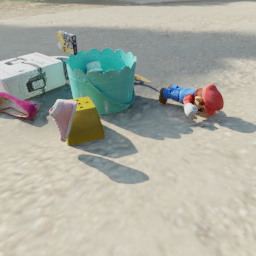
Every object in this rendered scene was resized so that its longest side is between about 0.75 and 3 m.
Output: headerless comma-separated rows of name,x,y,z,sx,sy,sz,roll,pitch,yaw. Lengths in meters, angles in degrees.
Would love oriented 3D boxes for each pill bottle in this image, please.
pill bottle,-1.264,-1.989,11.209,0.676,1.195,0.676,-14,1,0

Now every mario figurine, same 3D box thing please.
mario figurine,2.343,-0.911,10.321,2.446,1.297,1.510,18,71,44

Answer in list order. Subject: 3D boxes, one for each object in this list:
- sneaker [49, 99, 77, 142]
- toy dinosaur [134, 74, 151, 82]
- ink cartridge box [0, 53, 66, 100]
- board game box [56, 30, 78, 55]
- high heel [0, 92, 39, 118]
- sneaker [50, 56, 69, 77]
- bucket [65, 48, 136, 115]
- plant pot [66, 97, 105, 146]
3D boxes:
sneaker,-1.896,-0.229,7.842,0.686,1.312,0.494,12,29,-18
toy dinosaur,-0.195,-2.392,12.752,2.810,0.849,1.493,2,56,14
ink cartridge box,-4.361,-2.183,11.808,2.014,1.156,2.773,24,40,33
board game box,-3.572,-4.988,16.343,0.283,1.109,1.637,-28,42,-36
high heel,-4.342,-0.749,9.968,2.173,0.732,1.042,12,21,-4
sneaker,-3.242,-3.140,13.514,2.636,0.985,1.081,11,34,18
bucket,-0.960,-1.815,10.671,2.724,1.772,2.724,0,33,0
plant pot,-1.496,-0.307,8.925,1.213,1.070,1.213,-12,34,-19
